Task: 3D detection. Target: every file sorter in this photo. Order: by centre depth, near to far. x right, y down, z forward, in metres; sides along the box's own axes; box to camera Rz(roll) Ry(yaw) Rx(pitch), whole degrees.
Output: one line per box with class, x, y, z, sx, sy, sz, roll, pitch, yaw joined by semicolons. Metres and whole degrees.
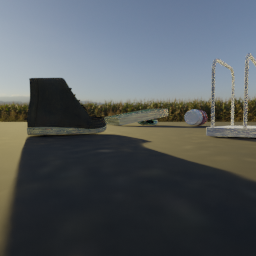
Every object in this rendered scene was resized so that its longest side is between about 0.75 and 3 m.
file sorter;2.080;-0.421;3.699;1.749;1.089;1.214;0;1;33

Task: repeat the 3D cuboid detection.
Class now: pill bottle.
pill bottle;2.742;-0.418;11.339;0.672;0.672;1.226;1;2;29

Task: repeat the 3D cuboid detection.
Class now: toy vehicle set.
toy vehicle set;0.377;-0.537;13.081;2.598;0.344;1.614;-12;8;-28

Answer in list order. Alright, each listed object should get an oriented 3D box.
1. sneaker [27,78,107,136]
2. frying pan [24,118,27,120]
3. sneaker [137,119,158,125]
sneaker;-0.858;-0.329;4.417;0.598;0.850;1.599;1;2;29
frying pan;-3.232;-0.289;12.465;1.382;0.372;2.285;0;3;37
sneaker;0.884;-0.347;13.534;1.090;0.403;0.446;0;-5;30
